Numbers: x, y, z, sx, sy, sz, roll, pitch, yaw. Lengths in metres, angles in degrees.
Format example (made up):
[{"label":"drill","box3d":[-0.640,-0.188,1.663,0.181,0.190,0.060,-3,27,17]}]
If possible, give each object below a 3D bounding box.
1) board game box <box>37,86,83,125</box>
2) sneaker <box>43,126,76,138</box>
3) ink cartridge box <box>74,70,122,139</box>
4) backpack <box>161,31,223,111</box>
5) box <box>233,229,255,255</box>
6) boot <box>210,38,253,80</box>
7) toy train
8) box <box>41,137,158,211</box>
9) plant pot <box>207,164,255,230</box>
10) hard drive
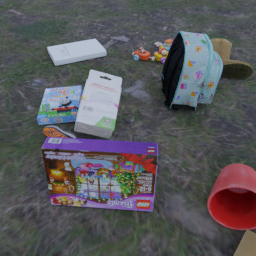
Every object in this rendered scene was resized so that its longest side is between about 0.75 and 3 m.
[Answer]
[{"label":"board game box","box3d":[-2.485,-0.891,10.437,1.437,0.348,1.900,-5,40,0]},{"label":"sneaker","box3d":[-2.317,0.367,8.903,1.246,0.483,0.698,16,42,18]},{"label":"ink cartridge box","box3d":[-0.944,-0.814,9.288,1.226,0.705,2.093,14,61,-9]},{"label":"backpack","box3d":[2.301,-2.156,10.251,1.965,2.563,2.253,1,39,1]},{"label":"box","box3d":[3.205,3.620,5.201,2.976,0.317,2.432,27,47,28]},{"label":"boot","box3d":[4.572,-3.272,12.777,2.104,0.794,2.402,10,47,13]},{"label":"toy train","box3d":[1.386,-3.930,13.821,1.764,0.653,2.349,26,47,27]},{"label":"box","box3d":[-0.644,1.166,6.892,2.662,1.821,0.520,3,32,3]},{"label":"plant pot","box3d":[2.726,1.603,6.921,1.364,1.364,1.206,14,31,16]},{"label":"hard drive","box3d":[-2.552,-3.803,13.912,2.544,0.339,1.678,-17,43,-18]}]
